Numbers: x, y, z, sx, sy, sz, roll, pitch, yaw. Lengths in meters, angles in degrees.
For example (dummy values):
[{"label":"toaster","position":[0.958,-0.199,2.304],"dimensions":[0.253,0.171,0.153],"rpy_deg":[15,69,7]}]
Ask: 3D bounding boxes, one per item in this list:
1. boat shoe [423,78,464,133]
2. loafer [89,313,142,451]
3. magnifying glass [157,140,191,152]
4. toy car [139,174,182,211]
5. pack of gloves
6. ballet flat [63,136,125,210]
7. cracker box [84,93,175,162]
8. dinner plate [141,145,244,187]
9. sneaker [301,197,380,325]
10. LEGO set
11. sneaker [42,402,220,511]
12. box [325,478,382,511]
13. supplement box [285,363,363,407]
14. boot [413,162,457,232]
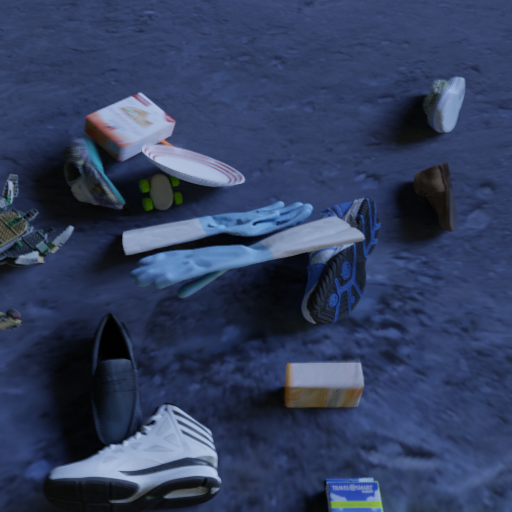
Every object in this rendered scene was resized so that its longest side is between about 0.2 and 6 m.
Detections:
[{"label":"boat shoe","position":[4.636,-3.780,14.083],"dimensions":[0.793,0.920,2.555],"rpy_deg":[6,35,28]},{"label":"loafer","position":[-2.172,1.867,8.422],"dimensions":[0.770,0.796,2.268],"rpy_deg":[-9,46,-8]},{"label":"magnifying glass","position":[-1.881,-2.446,13.107],"dimensions":[0.522,0.147,1.312],"rpy_deg":[-27,47,-35]},{"label":"toy car","position":[-2.126,-1.399,11.899],"dimensions":[0.791,0.760,0.963],"rpy_deg":[-15,19,-22]},{"label":"pack of gloves","position":[-0.428,-0.094,10.147],"dimensions":[3.814,0.752,3.204],"rpy_deg":[-12,18,-10]},{"label":"ballet flat","position":[-3.549,-1.609,11.919],"dimensions":[0.918,0.918,2.552],"rpy_deg":[-20,48,-19]},{"label":"cracker box","position":[-2.888,-2.992,12.911],"dimensions":[1.167,0.503,1.743],"rpy_deg":[40,47,9]},{"label":"dinner plate","position":[-1.341,-1.856,11.828],"dimensions":[2.238,0.271,2.238],"rpy_deg":[16,21,-6]},{"label":"sneaker","position":[1.383,0.098,10.195],"dimensions":[1.109,1.090,2.878],"rpy_deg":[-2,41,34]},{"label":"LEGO set","position":[-4.660,0.059,10.232],"dimensions":[2.266,0.989,3.490],"rpy_deg":[10,52,7]},{"label":"sneaker","position":[-1.671,2.747,7.691],"dimensions":[2.267,0.856,1.305],"rpy_deg":[1,36,-10]},{"label":"box","position":[1.300,3.415,7.276],"dimensions":[0.695,0.271,1.139],"rpy_deg":[0,46,-1]},{"label":"supplement box","position":[0.999,1.948,8.407],"dimensions":[1.106,0.697,0.407],"rpy_deg":[-1,49,0]},{"label":"boot","position":[3.720,-1.169,11.625],"dimensions":[0.772,0.753,2.046],"rpy_deg":[-9,38,18]}]
